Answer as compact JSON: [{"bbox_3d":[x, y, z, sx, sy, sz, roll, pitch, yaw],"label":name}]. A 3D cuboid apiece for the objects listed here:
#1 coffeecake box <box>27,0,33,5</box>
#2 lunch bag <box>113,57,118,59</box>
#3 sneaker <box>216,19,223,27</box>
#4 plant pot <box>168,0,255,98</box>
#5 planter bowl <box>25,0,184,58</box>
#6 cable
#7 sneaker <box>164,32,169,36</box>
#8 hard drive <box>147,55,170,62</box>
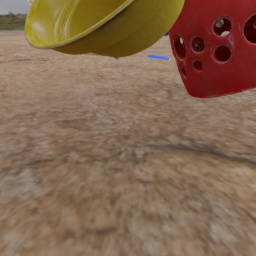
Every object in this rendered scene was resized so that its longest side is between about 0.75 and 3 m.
[{"bbox_3d":[-1.991,-3.222,7.441,1.175,0.429,0.902,18,24,-38],"label":"coffeecake box"},{"bbox_3d":[-0.411,-2.110,6.589,0.640,0.780,0.458,33,64,28],"label":"lunch bag"},{"bbox_3d":[2.471,-3.571,8.439,0.810,0.729,1.878,-6,-24,40],"label":"sneaker"},{"bbox_3d":[1.935,-2.148,5.245,2.650,2.413,2.650,-26,17,8],"label":"plant pot"},{"bbox_3d":[-0.058,-1.659,3.494,2.443,2.443,1.017,26,-9,46],"label":"planter bowl"},{"bbox_3d":[2.559,-2.650,7.288,2.133,0.542,1.740,-22,42,35],"label":"cable"},{"bbox_3d":[1.228,-4.030,9.136,1.085,2.687,1.552,14,57,1],"label":"sneaker"},{"bbox_3d":[1.180,-2.691,10.749,0.819,0.104,0.540,9,24,8],"label":"hard drive"}]
